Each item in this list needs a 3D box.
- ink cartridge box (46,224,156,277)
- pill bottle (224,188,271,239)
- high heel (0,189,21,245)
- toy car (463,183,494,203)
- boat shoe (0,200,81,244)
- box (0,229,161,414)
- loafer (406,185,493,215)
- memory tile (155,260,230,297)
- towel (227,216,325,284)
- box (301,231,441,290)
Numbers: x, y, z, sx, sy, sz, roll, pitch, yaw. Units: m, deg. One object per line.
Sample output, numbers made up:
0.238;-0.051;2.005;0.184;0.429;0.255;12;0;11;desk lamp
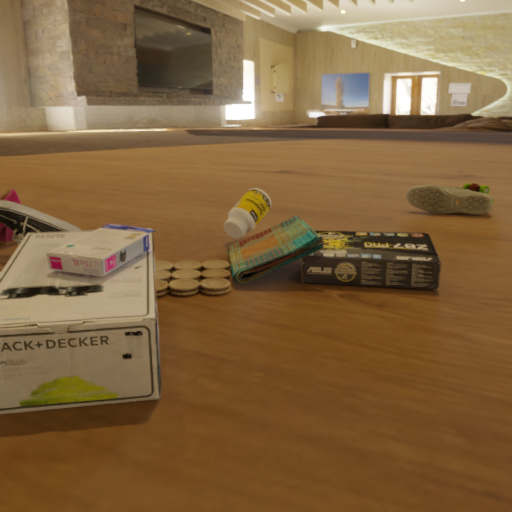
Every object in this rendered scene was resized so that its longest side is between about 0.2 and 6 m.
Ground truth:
-1.809;-0.094;6.742;0.738;0.260;1.237;7;23;18;ink cartridge box
-0.193;-0.846;11.428;0.607;0.607;1.090;11;47;32;pill bottle
-5.436;-0.604;10.643;0.757;1.079;2.249;11;20;33;high heel
5.593;-1.430;14.700;0.895;0.706;0.735;-35;23;-13;toy car
-4.176;-0.480;10.304;1.788;0.611;0.660;22;-23;-15;boat shoe
-2.076;0.561;6.664;1.799;0.927;3.085;-3;19;-11;box
4.864;-1.401;14.182;2.077;0.726;0.725;11;12;13;loafer
-1.365;0.361;9.000;1.912;0.161;1.466;-1;17;-5;memory tile
0.243;-0.170;9.647;1.544;0.228;2.106;-24;16;0;towel
1.901;0.025;9.482;2.147;0.527;1.731;2;19;10;box
